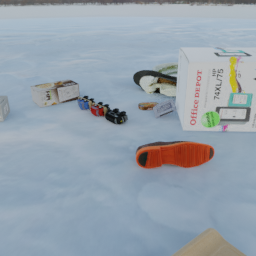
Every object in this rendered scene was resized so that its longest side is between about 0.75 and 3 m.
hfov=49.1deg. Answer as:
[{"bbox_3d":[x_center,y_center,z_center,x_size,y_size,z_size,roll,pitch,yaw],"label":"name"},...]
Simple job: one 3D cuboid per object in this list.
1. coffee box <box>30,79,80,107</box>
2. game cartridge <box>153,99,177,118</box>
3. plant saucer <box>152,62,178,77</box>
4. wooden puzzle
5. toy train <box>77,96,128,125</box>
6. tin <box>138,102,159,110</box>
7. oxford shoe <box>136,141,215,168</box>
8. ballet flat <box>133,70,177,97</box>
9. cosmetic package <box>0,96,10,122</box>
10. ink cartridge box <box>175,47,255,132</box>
[{"bbox_3d":[-2.792,-1.369,10.813,1.613,0.643,0.923,-17,31,-30],"label":"coffee box"},{"bbox_3d":[1.234,-0.669,9.466,0.766,0.157,0.510,-22,54,14],"label":"game cartridge"},{"bbox_3d":[2.458,-2.361,12.757,2.763,0.693,2.763,1,27,0],"label":"plant saucer"},{"bbox_3d":[1.230,2.526,3.172,2.215,0.554,2.392,-20,37,-33],"label":"wooden puzzle"},{"bbox_3d":[-0.986,-0.624,9.643,2.413,0.412,0.553,25,48,39],"label":"toy train"},{"bbox_3d":[0.768,-0.798,10.235,0.795,0.167,0.445,-2,31,-5],"label":"tin"},{"bbox_3d":[1.145,0.549,6.967,1.931,0.687,0.700,-1,21,-1],"label":"oxford shoe"},{"bbox_3d":[1.300,-1.779,11.394,2.748,0.934,0.940,13,37,25],"label":"ballet flat"},{"bbox_3d":[-4.862,-0.630,9.300,1.576,0.711,0.842,0,30,-7],"label":"cosmetic package"},{"bbox_3d":[3.139,-1.290,8.917,2.977,2.184,2.174,0,27,3],"label":"ink cartridge box"}]
